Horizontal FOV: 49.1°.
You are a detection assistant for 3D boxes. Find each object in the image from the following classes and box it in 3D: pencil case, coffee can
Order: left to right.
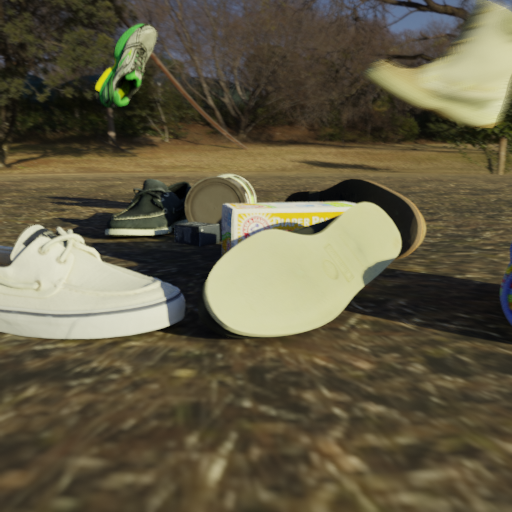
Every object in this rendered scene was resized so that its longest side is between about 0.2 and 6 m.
[{"bbox_3d":[-0.700,-1.075,11.688,1.226,1.226,1.675,1,11,6],"label":"coffee can"},{"bbox_3d":[3.045,0.132,5.675,1.068,0.959,2.459,45,26,12],"label":"pencil case"}]

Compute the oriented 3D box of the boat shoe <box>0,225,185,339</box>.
[{"bbox_3d":[-2.065,0.194,5.532,2.800,0.978,0.993,3,11,15],"label":"boat shoe"}]

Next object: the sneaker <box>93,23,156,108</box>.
[{"bbox_3d":[-2.314,-3.541,10.573,0.756,1.775,0.692,23,-4,35],"label":"sneaker"}]

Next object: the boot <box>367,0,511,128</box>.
[{"bbox_3d":[3.603,-3.742,10.410,2.658,2.056,0.958,18,20,-6],"label":"boot"}]

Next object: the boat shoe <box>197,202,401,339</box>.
[{"bbox_3d":[0.456,0.212,5.878,2.884,1.055,0.904,-24,-9,-46],"label":"boat shoe"}]

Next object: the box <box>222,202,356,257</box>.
[{"bbox_3d":[0.514,-0.242,7.896,1.908,0.967,1.073,-2,10,-9],"label":"box"}]

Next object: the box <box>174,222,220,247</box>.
[{"bbox_3d":[-1.111,-0.418,10.528,0.709,0.370,0.525,9,14,42],"label":"box"}]

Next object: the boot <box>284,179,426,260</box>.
[{"bbox_3d":[1.811,-0.594,9.568,1.306,1.274,3.461,7,4,-27],"label":"boot"}]

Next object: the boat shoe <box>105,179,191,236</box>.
[{"bbox_3d":[-2.158,-1.102,12.111,1.276,1.132,3.415,4,11,22],"label":"boat shoe"}]
